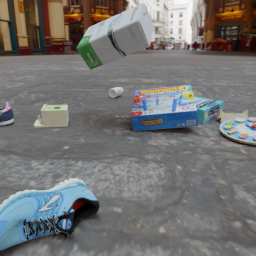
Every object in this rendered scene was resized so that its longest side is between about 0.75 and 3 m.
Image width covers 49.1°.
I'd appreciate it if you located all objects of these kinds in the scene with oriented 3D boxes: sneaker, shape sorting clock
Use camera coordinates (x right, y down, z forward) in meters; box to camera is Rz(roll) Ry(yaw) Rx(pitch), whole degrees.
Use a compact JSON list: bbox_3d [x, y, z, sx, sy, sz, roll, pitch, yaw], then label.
[{"bbox_3d":[-1.491,1.642,5.310,2.254,0.883,1.014,-18,29,-42],"label":"sneaker"},{"bbox_3d":[-5.954,-0.532,11.412,2.373,0.973,0.833,-10,22,-27],"label":"sneaker"},{"bbox_3d":[4.727,0.054,10.469,2.473,0.485,2.473,0,19,0],"label":"shape sorting clock"}]

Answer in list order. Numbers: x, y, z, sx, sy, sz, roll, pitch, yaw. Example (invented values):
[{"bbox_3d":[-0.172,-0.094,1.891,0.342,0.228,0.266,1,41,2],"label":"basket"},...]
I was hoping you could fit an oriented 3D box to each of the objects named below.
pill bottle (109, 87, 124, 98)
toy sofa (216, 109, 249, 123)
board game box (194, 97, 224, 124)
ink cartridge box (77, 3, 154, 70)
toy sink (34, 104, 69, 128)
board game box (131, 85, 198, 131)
[{"bbox_3d":[-0.681,-2.154,16.777,0.558,0.558,0.976,10,21,26],"label":"pill bottle"},{"bbox_3d":[4.506,-0.466,12.119,1.252,0.611,0.519,1,-6,4],"label":"toy sofa"},{"bbox_3d":[2.790,-1.009,13.310,2.766,0.649,2.088,15,24,37],"label":"board game box"},{"bbox_3d":[-0.407,-3.479,10.631,2.574,1.069,1.887,-15,37,25],"label":"ink cartridge box"},{"bbox_3d":[-3.216,-0.534,11.729,1.379,0.773,0.899,-3,19,-8],"label":"toy sink"},{"bbox_3d":[1.489,-0.887,11.645,2.526,0.706,2.473,-5,31,9],"label":"board game box"}]
